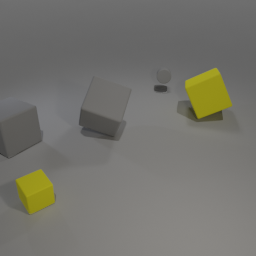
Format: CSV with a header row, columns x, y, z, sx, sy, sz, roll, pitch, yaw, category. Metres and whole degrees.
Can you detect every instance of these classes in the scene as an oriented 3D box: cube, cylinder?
x,y,z,sx,sy,sz,roll,pitch,yaw,category
3.231,-1.430,11.392,1.400,1.400,1.400,-22,15,18,cube
-2.382,1.633,7.217,0.700,0.700,0.700,-22,44,-33,cube
1.769,-2.602,13.809,0.700,0.700,0.700,3,22,5,cylinder
-0.834,-0.734,9.950,1.400,1.400,1.400,19,64,-5,cube
-4.037,-0.067,9.613,1.400,1.400,1.400,19,35,30,cube
